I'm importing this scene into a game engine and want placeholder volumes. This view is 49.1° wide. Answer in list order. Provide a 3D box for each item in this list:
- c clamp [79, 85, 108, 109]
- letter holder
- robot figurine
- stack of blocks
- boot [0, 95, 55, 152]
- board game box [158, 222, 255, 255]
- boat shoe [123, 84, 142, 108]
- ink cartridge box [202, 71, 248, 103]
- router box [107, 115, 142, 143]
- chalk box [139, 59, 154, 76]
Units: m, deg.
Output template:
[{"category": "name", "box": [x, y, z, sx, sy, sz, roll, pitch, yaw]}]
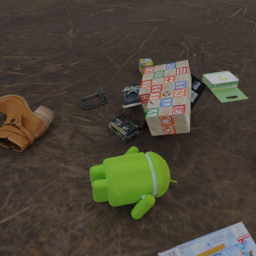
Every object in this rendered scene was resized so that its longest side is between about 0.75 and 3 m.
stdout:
[{"category": "c clamp", "box": [-1.534, -1.306, 12.263, 1.458, 0.197, 1.245, -27, 52, -31]}, {"category": "letter holder", "box": [1.685, -0.797, 10.672, 1.175, 1.661, 2.338, 37, 62, 3]}, {"category": "robot figurine", "box": [0.133, 1.433, 8.002, 2.353, 1.361, 2.064, -9, 42, -10]}, {"category": "stack of blocks", "box": [1.172, -0.984, 8.878, 1.513, 0.770, 2.628, -7, 44, 20]}, {"category": "boot", "box": [-4.297, -0.210, 10.339, 2.635, 0.971, 2.038, 13, 45, 19]}, {"category": "board game box", "box": [2.019, 3.385, 5.956, 2.152, 0.443, 2.147, -19, 44, -3]}, {"category": "boat shoe", "box": [0.234, -1.328, 11.191, 0.854, 0.705, 2.280, -5, 16, 14]}, {"category": "ink cartridge box", "box": [4.431, -1.927, 12.801, 1.380, 0.455, 1.896, -9, 39, -12]}, {"category": "router box", "box": [-0.137, 0.000, 10.526, 0.808, 0.335, 1.079, -29, 47, -31]}, {"category": "chalk box", "box": [0.894, -3.112, 14.086, 0.601, 0.597, 0.963, -6, 40, -9]}]
